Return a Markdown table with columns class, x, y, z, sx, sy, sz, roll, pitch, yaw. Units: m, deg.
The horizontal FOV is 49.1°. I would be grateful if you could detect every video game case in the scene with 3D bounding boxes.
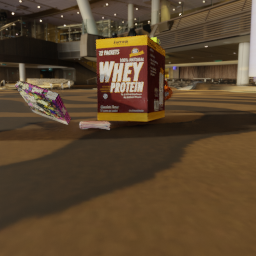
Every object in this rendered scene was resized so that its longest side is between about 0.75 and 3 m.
| class | x | y | z | sx | sy | sz | roll | pitch | yaw |
| --- | --- | --- | --- | --- | --- | --- | --- | --- | --- |
| video game case | -2.570 | -0.755 | 8.657 | 1.377 | 0.272 | 1.519 | 19 | -24 | 12 |

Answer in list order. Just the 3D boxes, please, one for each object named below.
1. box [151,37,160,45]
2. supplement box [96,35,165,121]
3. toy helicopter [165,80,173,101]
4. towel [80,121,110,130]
| class | x | y | z | sx | sy | sz | roll | pitch | yaw |
| --- | --- | --- | --- | --- | --- | --- | --- | --- | --- |
| box | 0.689 | -3.001 | 9.819 | 0.776 | 0.185 | 0.473 | 2 | 2 | 20 |
| supplement box | 0.205 | -1.593 | 9.729 | 1.700 | 2.561 | 2.526 | 2 | 6 | 19 |
| toy helicopter | 0.526 | -1.639 | 12.277 | 2.620 | 1.733 | 1.034 | 23 | 28 | -25 |
| towel | -1.025 | -0.083 | 8.568 | 0.894 | 0.183 | 1.222 | -1 | 6 | -9 |
